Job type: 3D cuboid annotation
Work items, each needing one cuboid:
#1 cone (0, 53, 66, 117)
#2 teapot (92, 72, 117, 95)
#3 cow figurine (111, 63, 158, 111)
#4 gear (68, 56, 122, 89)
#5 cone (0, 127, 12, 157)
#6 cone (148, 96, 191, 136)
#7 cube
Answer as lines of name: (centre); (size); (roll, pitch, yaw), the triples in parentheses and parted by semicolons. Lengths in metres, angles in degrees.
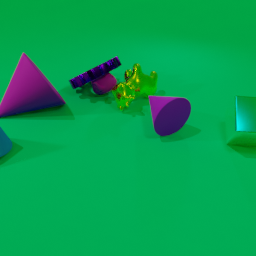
cone: (-2.824, -0.781, 7.349); (1.675, 1.669, 1.669); (-39, 46, -4)
teapot: (-0.735, -1.326, 8.079); (0.758, 0.597, 1.219); (-19, 21, 20)
cow figurine: (0.231, -1.056, 7.750); (1.410, 0.774, 1.388); (15, 65, -32)
gear: (-0.962, -1.616, 8.181); (1.585, 0.293, 1.585); (-25, 14, 7)
cone: (-3.046, -0.045, 5.951); (1.054, 1.058, 1.054); (8, 29, -4)
cone: (0.786, -0.527, 6.807); (1.052, 1.052, 1.056); (-19, 43, -23)
cube: (2.701, -0.129, 6.214); (0.851, 0.851, 0.851); (5, 70, 6)
